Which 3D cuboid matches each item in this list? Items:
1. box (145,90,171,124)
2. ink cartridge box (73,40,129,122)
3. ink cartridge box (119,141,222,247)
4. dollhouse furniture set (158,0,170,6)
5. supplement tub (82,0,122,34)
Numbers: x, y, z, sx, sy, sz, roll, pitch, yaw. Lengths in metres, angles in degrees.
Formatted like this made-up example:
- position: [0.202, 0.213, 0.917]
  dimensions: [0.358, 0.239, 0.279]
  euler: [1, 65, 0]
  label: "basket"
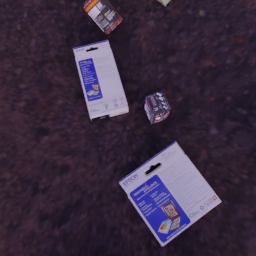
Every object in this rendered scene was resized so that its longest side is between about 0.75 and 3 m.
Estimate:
- position: [0.853, -0.601, 8.413]
  dimensions: [0.555, 0.967, 0.639]
  euler: [-20, 75, -6]
  label: "box"
- position: [-0.882, -1.534, 8.954]
  dimensions: [1.236, 0.487, 2.485]
  euler: [-14, 75, -4]
  label: "ink cartridge box"
- position: [1.165, 1.819, 7.974]
  dimensions: [2.079, 0.494, 2.104]
  euler: [-34, 75, -8]
  label: "ink cartridge box"
- position: [0.751, -5.595, 9.842]
  dimensions: [2.459, 0.949, 1.229]
  euler: [35, 77, 6]
  label: "dollhouse furniture set"
- position: [-0.906, -3.870, 9.176]
  dimensions: [0.776, 0.776, 1.451]
  euler: [-48, 110, -12]
  label: "supplement tub"
